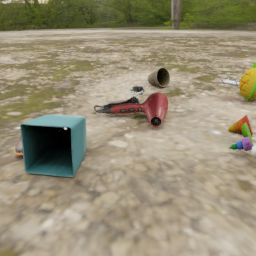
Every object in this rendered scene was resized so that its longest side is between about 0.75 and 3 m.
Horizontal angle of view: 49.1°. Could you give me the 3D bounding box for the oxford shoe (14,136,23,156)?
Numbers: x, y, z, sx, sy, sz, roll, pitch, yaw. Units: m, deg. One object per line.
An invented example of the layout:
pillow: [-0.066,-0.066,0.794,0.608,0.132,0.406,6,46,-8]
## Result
oxford shoe: [-2.496,0.248,6.830,0.471,0.482,1.322,-3,23,-7]

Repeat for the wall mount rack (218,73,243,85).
wall mount rack: [4.604,-2.177,12.524,1.227,0.458,1.066,19,30,40]

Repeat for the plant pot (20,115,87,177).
plant pot: [-1.483,0.238,6.242,1.065,1.064,1.506,3,18,8]

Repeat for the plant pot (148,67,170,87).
plant pot: [1.288,-2.175,12.228,0.848,0.848,0.736,-19,13,-37]

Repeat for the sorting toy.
sorting toy: [2.827,0.179,7.165,0.588,0.592,1.709,-17,13,28]

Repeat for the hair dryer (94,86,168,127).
hair dryer: [0.306,-0.550,8.805,2.026,0.723,2.660,-31,29,-22]

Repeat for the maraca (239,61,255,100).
maraca: [4.574,-1.778,10.236,0.856,1.600,1.097,16,-10,4]

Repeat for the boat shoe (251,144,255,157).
boat shoe: [3.258,0.324,6.468,0.542,0.551,1.553,-7,14,42]
